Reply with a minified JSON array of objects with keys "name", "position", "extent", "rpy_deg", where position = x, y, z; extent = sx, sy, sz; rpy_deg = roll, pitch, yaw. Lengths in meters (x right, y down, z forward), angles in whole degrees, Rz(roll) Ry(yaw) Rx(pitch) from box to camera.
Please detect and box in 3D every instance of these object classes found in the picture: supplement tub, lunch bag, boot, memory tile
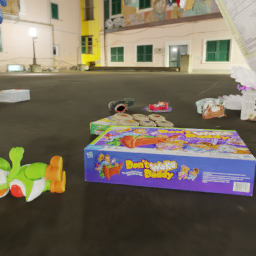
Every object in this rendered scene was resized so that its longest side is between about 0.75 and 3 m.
[{"name":"supplement tub","position":[2.787,-2.245,4.893],"extent":[2.074,2.861,2.074],"rpy_deg":[-28,2,1]},{"name":"lunch bag","position":[3.021,-0.827,10.247],"extent":[0.896,0.546,0.763],"rpy_deg":[-11,4,3]},{"name":"boot","position":[-0.121,-0.866,11.038],"extent":[1.137,0.410,0.858],"rpy_deg":[-11,19,-19]},{"name":"memory tile","position":[0.578,-0.013,7.128],"extent":[1.555,0.170,2.029],"rpy_deg":[1,20,-21]}]

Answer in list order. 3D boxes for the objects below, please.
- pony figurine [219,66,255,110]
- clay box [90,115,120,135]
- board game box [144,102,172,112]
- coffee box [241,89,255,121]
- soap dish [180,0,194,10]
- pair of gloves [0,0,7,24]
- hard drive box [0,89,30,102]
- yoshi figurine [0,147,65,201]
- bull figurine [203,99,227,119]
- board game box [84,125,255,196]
[{"name":"pony figurine","position":[5.043,-1.434,11.430],"extent":[2.065,1.782,2.139],"rpy_deg":[21,8,34]},{"name":"clay box","position":[-0.330,-0.088,7.886],"extent":[0.805,0.334,1.401],"rpy_deg":[8,15,29]},{"name":"board game box","position":[1.236,-0.911,11.490],"extent":[1.102,0.272,1.395],"rpy_deg":[3,13,11]},{"name":"coffee box","position":[5.047,-0.704,9.119],"extent":[2.382,0.951,1.346],"rpy_deg":[7,15,27]},{"name":"soap dish","position":[2.288,-4.980,10.704],"extent":[0.400,0.775,0.985],"rpy_deg":[8,32,-2]},{"name":"pair of gloves","position":[-3.701,-2.841,6.472],"extent":[0.268,1.892,2.353],"rpy_deg":[22,50,10]},{"name":"hard drive box","position":[-5.705,-1.609,13.945],"extent":[0.987,0.486,1.267],"rpy_deg":[5,14,18]},{"name":"yoshi figurine","position":[-1.628,0.657,4.150],"extent":[1.335,0.750,0.748],"rpy_deg":[-4,-2,-6]},{"name":"bull figurine","position":[3.010,-0.626,9.568],"extent":[1.138,0.691,0.371],"rpy_deg":[-15,32,-33]},{"name":"board game box","position":[0.720,0.463,5.055],"extent":[2.568,0.575,1.726],"rpy_deg":[3,14,11]}]
